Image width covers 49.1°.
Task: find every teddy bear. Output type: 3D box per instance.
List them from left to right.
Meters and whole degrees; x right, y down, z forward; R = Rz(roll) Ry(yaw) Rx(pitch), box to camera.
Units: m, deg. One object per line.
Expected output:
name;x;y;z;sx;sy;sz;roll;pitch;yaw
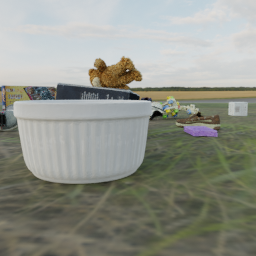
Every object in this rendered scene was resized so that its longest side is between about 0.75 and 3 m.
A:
teddy bear;-0.700;-2.376;13.004;2.900;0.968;2.102;1;-30;22

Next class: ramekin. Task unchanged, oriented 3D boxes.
ramekin;-0.705;0.116;4.622;2.168;1.138;2.168;0;6;0

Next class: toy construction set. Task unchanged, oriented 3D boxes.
toy construction set;2.444;-0.993;14.206;2.261;1.041;1.482;8;-27;-34

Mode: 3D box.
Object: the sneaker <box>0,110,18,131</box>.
sneaker;-4.501;-0.266;9.108;1.912;0.799;1.154;-6;0;18

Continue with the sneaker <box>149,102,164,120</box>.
sneaker;0.843;-0.705;13.408;1.798;0.680;0.788;-16;52;-5

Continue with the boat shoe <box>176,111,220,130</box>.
boat shoe;2.580;-0.315;10.354;1.722;0.637;0.636;5;8;36

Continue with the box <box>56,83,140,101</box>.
box;-0.839;-0.560;8.461;2.053;1.294;2.089;9;4;10

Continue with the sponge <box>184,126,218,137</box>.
sponge;2.261;0.095;8.831;0.716;0.191;1.283;0;7;-2

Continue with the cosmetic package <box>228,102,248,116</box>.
cosmetic package;6.501;-1.132;16.580;0.796;0.801;0.957;0;7;1

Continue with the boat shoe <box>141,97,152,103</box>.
boat shoe;1.154;-1.190;15.765;0.886;1.101;2.374;1;7;7

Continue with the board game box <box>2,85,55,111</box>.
board game box;-4.611;-1.159;13.197;0.423;1.656;2.444;8;10;44
